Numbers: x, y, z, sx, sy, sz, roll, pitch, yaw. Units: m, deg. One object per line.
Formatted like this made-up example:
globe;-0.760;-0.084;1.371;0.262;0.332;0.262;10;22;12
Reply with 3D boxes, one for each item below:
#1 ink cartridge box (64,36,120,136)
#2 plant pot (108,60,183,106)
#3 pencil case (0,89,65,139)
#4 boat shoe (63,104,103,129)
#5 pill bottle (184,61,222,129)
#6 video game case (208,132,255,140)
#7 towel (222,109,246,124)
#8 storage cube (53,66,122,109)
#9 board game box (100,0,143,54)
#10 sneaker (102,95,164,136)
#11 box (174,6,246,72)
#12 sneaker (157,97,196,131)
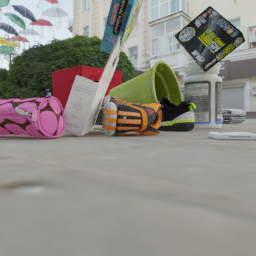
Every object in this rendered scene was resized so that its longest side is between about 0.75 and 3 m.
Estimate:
ink cartridge box;-0.783;-0.910;6.394;0.524;2.066;2.345;20;1;-3
plant pot;0.515;-0.942;9.785;2.094;2.277;2.277;-12;-4;31
pencil case;-2.118;-0.214;5.113;1.890;0.857;0.885;-1;6;23
boat shoe;-1.643;-0.399;8.986;2.949;0.840;0.986;0;2;12
pill bottle;2.484;-1.072;9.279;1.228;2.159;1.228;0;2;0
video game case;1.887;0.135;5.026;0.735;0.096;0.808;0;2;6
towel;5.297;-0.635;15.649;1.637;0.846;1.977;-4;6;-40
storage cube;-1.871;-1.372;12.979;2.363;2.485;2.764;-2;2;-43
board game box;0.034;-3.159;6.918;0.524;1.685;2.232;23;-39;-2
sneaker;0.077;-0.216;6.392;1.290;0.893;2.302;4;12;-9
box;2.411;-2.722;8.481;1.413;1.764;0.390;-37;-40;15
sneaker;0.980;-0.413;8.033;2.282;0.945;0.818;2;3;43
